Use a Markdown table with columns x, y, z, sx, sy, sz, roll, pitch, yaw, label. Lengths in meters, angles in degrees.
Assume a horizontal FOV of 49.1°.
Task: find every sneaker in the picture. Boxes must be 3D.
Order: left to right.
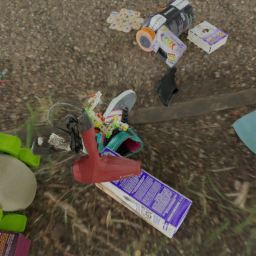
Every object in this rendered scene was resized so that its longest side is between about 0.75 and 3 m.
| x | y | z | sx | sy | sz | roll | pitch | yaw | label |
| --- | --- | --- | --- | --- | --- | --- | --- | --- | --- |
| -0.131 | 0.002 | 9.417 | 1.713 | 1.187 | 2.838 | 28 | 67 | 23 | sneaker |
| 1.658 | -1.661 | 11.014 | 0.904 | 0.521 | 1.734 | 33 | 67 | 21 | sneaker |

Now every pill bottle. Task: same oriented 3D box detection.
| x | y | z | sx | sy | sz | roll | pitch | yaw | label |
| --- | --- | --- | --- | --- | --- | --- | --- | --- | --- |
| 1.596 | -4.464 | 12.311 | 1.466 | 1.466 | 2.760 | 36 | 62 | 22 | pill bottle |

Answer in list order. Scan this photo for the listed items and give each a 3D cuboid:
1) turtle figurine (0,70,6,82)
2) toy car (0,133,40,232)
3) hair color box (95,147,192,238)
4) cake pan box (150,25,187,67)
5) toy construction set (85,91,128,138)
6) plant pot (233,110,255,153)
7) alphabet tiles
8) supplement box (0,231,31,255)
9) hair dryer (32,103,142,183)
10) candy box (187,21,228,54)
| x | y | z | sx | sy | sz | roll | pitch | yaw | label |
| --- | --- | --- | --- | --- | --- | --- | --- | --- | --- |
| -5.326 | -2.107 | 11.311 | 0.737 | 0.495 | 0.984 | -20 | 42 | -29 | turtle figurine |
| -4.312 | 1.579 | 7.969 | 2.845 | 2.245 | 2.337 | -1 | 65 | 13 | toy car |
| 0.305 | 1.848 | 7.963 | 2.794 | 1.527 | 0.906 | 32 | 66 | 20 | hair color box |
| 1.428 | -2.915 | 10.102 | 0.324 | 1.239 | 1.141 | -42 | 86 | -19 | cake pan box |
| -0.761 | -0.332 | 8.388 | 1.476 | 0.968 | 0.680 | 52 | 27 | -12 | toy construction set |
| 4.757 | 0.195 | 8.837 | 2.311 | 2.311 | 1.557 | -14 | 73 | -9 | plant pot |
| -0.125 | -5.231 | 13.650 | 1.696 | 0.124 | 1.659 | 17 | 58 | 11 | alphabet tiles |
| -3.647 | 3.183 | 7.404 | 1.778 | 0.981 | 0.761 | 5 | 57 | 4 | supplement box |
| -0.871 | 0.654 | 6.691 | 2.739 | 2.086 | 0.744 | 25 | 49 | -22 | hair dryer |
| 3.583 | -4.132 | 12.679 | 1.150 | 0.490 | 1.371 | -35 | 63 | -21 | candy box |
